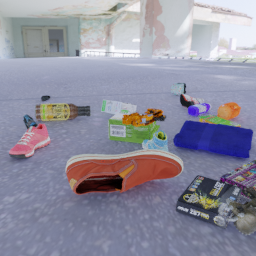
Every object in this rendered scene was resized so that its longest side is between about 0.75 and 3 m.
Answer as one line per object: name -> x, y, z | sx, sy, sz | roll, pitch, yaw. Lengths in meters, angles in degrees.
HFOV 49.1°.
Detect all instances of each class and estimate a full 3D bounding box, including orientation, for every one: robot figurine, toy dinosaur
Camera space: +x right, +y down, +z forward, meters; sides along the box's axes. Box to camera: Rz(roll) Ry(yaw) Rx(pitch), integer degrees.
robot figurine -> 4.623, -0.788, 12.831 | 1.288, 0.751, 0.927 | -16, 27, -39
toy dinosaur -> 2.882, 1.757, 5.592 | 2.068, 0.796, 1.058 | 9, 33, 5
robot figurine -> 0.449, -0.278, 7.180 | 1.118, 0.325, 0.811 | -17, 19, -37

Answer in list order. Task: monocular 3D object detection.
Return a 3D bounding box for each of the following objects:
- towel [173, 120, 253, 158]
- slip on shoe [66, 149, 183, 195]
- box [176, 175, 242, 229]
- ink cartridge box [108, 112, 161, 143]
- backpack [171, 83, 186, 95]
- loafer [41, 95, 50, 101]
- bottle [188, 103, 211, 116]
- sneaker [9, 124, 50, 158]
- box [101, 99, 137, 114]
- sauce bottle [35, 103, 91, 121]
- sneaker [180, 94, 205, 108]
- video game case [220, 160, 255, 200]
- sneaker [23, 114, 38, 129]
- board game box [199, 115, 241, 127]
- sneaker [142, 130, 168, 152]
towel -> 2.949, 0.405, 9.676 | 2.453, 0.608, 1.811 | 9, 27, 24
slip on shoe -> -0.033, 1.158, 6.914 | 2.946, 1.091, 0.901 | -2, 45, -11
box -> 1.856, 1.611, 6.338 | 1.108, 0.338, 1.375 | 15, 23, 30
ink cartridge box -> 0.331, -0.185, 10.928 | 1.586, 0.813, 2.146 | 6, 20, 16
backpack -> 3.155, -2.465, 17.757 | 0.905, 0.796, 0.694 | 10, 17, 38
loafer -> -4.834, -1.775, 16.454 | 0.309, 0.299, 0.881 | -6, 14, 10
bottle -> 3.551, -0.939, 13.709 | 1.429, 0.467, 0.597 | -16, 24, -39
sneaker -> -3.281, 0.380, 9.245 | 0.693, 0.816, 1.881 | 5, 20, 15
box -> -0.401, -0.924, 12.938 | 1.107, 0.607, 1.255 | 14, 6, 32
sauce bottle -> -2.916, -0.750, 12.667 | 2.431, 0.786, 0.786 | -4, 19, -9
sneaker -> 3.450, -1.399, 14.955 | 0.918, 0.572, 1.713 | -3, 22, -12
video game case -> 3.471, 1.373, 7.084 | 1.692, 0.303, 1.534 | -14, 23, -36
sneaker -> -3.720, -0.214, 10.629 | 0.410, 0.459, 1.120 | -37, -1, -24
board game box -> 3.848, -0.239, 11.999 | 0.832, 0.261, 1.742 | -8, 22, -24
sneaker -> 0.899, 0.402, 9.134 | 0.515, 0.845, 1.295 | -11, 21, -28
